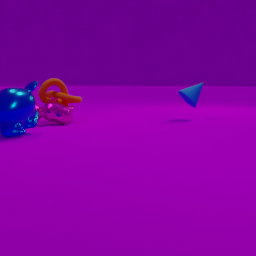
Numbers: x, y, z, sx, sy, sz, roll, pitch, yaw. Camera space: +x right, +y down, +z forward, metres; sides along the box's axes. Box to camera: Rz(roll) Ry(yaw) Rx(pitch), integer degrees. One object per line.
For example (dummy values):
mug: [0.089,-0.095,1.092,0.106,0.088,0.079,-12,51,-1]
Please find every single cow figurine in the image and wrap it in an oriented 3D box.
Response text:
cow figurine: [-2.419,-0.437,8.596,1.342,0.737,1.321,22,29,5]

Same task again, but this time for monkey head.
monkey head: [-2.955,-0.447,6.957,1.348,1.130,1.874,6,35,32]

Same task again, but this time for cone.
cone: [2.390,-1.310,9.942,0.849,0.845,0.845,-45,13,0]

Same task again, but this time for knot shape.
knot shape: [-2.396,-0.945,9.526,1.434,0.663,1.342,23,-43,-26]
